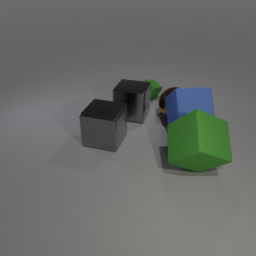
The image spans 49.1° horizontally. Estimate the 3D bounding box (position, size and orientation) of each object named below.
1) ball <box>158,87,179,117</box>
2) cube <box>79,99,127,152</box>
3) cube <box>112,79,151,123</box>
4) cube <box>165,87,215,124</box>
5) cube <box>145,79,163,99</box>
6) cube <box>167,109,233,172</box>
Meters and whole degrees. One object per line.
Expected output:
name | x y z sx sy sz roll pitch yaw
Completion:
ball | 2.036 -1.097 12.273 1.400 1.400 1.400 0 32 0
cube | -0.892 -0.133 10.707 1.400 1.400 1.400 9 33 15
cube | 0.188 -1.229 12.409 1.400 1.400 1.400 8 30 13
cube | 2.359 -0.696 10.818 1.400 1.400 1.400 -4 -8 -10
cube | 1.141 -1.934 13.882 0.700 0.700 0.700 -12 50 -49
cube | 2.226 0.452 8.877 1.400 1.400 1.400 19 60 -28
